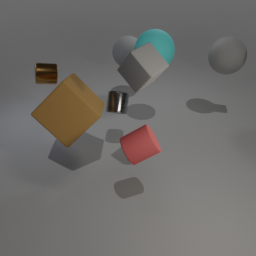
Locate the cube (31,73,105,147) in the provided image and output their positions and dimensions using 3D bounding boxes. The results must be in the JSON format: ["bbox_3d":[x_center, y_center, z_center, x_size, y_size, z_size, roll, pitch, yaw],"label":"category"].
[{"bbox_3d":[-1.701,-0.566,8.301,1.400,1.400,1.400,-42,14,14],"label":"cube"}]

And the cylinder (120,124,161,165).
[{"bbox_3d":[0.281,0.375,6.310,0.700,0.700,0.700,-28,31,10],"label":"cylinder"}]

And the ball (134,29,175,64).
[{"bbox_3d":[0.920,-2.710,9.764,1.400,1.400,1.400,0,32,0],"label":"ball"}]

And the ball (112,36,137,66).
[{"bbox_3d":[0.003,-3.381,12.501,1.400,1.400,1.400,0,32,0],"label":"ball"}]

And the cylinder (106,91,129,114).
[{"bbox_3d":[-0.351,-0.842,9.373,0.700,0.700,0.700,7,1,0],"label":"cylinder"}]

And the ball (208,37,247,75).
[{"bbox_3d":[3.794,-2.757,10.707,1.400,1.400,1.400,0,32,0],"label":"ball"}]

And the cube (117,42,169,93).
[{"bbox_3d":[0.331,-1.351,6.274,0.700,0.700,0.700,51,53,1],"label":"cube"}]

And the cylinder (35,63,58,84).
[{"bbox_3d":[-2.764,-1.830,9.454,0.700,0.700,0.700,-2,31,-20],"label":"cylinder"}]
